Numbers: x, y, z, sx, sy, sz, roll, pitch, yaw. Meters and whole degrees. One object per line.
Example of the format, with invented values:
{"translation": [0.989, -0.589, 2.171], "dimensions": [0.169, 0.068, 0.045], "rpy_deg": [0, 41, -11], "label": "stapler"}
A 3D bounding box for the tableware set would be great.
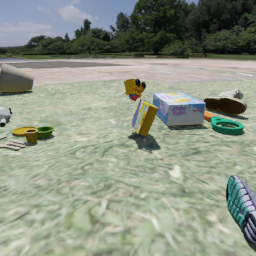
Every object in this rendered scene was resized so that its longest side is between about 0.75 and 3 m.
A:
{"translation": [-3.841, 0.051, 9.000], "dimensions": [2.737, 0.420, 1.844], "rpy_deg": [8, 19, 25], "label": "tableware set"}

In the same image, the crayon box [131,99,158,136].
{"translation": [0.505, -0.326, 8.702], "dimensions": [0.376, 0.916, 1.456], "rpy_deg": [20, 10, -11], "label": "crayon box"}

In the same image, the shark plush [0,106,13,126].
{"translation": [-4.951, -0.527, 10.617], "dimensions": [0.767, 0.837, 1.843], "rpy_deg": [-29, 20, 10], "label": "shark plush"}

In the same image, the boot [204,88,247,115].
{"translation": [4.553, -1.201, 12.134], "dimensions": [1.573, 0.733, 2.034], "rpy_deg": [-22, 22, -28], "label": "boot"}

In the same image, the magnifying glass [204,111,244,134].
{"translation": [3.271, -0.253, 10.309], "dimensions": [1.007, 0.283, 2.530], "rpy_deg": [-4, 20, -12], "label": "magnifying glass"}

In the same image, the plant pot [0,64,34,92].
{"translation": [-6.576, -2.841, 16.672], "dimensions": [1.764, 1.652, 1.652], "rpy_deg": [8, 15, -15], "label": "plant pot"}

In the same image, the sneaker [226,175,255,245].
{"translation": [2.149, 1.381, 4.746], "dimensions": [0.648, 0.551, 1.481], "rpy_deg": [10, 28, -4], "label": "sneaker"}

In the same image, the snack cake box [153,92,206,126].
{"translation": [1.909, -0.816, 11.092], "dimensions": [1.393, 0.814, 2.422], "rpy_deg": [-2, 17, -9], "label": "snack cake box"}

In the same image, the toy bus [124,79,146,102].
{"translation": [0.251, -1.221, 9.378], "dimensions": [0.522, 0.738, 0.769], "rpy_deg": [-9, -14, 37], "label": "toy bus"}
